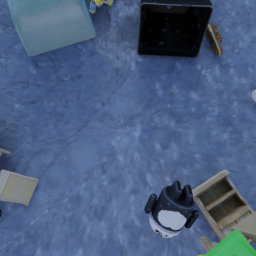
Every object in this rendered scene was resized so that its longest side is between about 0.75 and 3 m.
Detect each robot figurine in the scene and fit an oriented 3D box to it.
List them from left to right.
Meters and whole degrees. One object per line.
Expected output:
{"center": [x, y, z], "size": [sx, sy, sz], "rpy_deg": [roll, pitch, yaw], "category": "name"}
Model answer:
{"center": [0.982, 1.827, 6.235], "size": [0.970, 0.805, 1.291], "rpy_deg": [37, 115, 32], "category": "robot figurine"}

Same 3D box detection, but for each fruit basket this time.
{"center": [1.288, 2.348, 4.354], "size": [1.582, 1.582, 1.141], "rpy_deg": [-28, 109, -6], "category": "fruit basket"}

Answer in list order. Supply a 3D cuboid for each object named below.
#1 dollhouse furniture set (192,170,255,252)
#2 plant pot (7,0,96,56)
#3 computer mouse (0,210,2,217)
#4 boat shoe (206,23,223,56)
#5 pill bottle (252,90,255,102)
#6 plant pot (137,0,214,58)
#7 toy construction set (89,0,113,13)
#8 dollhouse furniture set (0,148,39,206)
{"center": [2.846, 2.105, 6.960], "size": [2.550, 2.909, 1.932], "rpy_deg": [-31, 78, -8], "category": "dollhouse furniture set"}
{"center": [-2.625, -4.178, 8.689], "size": [2.470, 2.516, 2.463], "rpy_deg": [-18, 78, -4], "category": "plant pot"}
{"center": [-4.570, 2.990, 8.075], "size": [1.983, 0.337, 0.581], "rpy_deg": [-39, 79, -9], "category": "computer mouse"}
{"center": [2.989, -3.024, 9.468], "size": [0.419, 0.446, 1.240], "rpy_deg": [-15, 74, -2], "category": "boat shoe"}
{"center": [4.581, -1.207, 8.943], "size": [1.095, 0.615, 0.615], "rpy_deg": [-26, 78, -6], "category": "pill bottle"}
{"center": [1.356, -3.627, 8.919], "size": [2.041, 2.036, 1.811], "rpy_deg": [2, 61, 1], "category": "plant pot"}
{"center": [-1.026, -5.019, 9.809], "size": [1.195, 0.840, 1.823], "rpy_deg": [-18, 88, -4], "category": "toy construction set"}
{"center": [-3.851, 1.508, 8.239], "size": [1.910, 1.243, 1.754], "rpy_deg": [14, 75, 25], "category": "dollhouse furniture set"}
